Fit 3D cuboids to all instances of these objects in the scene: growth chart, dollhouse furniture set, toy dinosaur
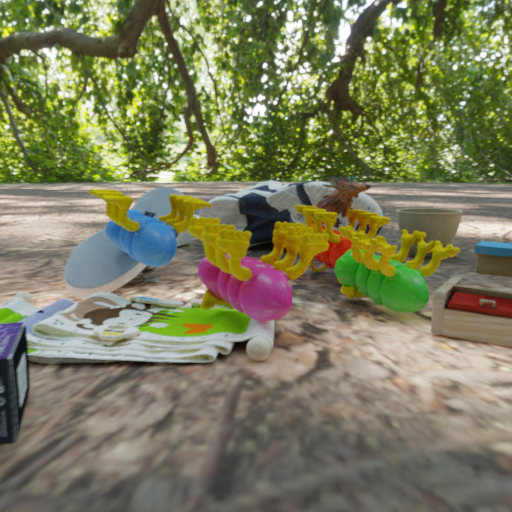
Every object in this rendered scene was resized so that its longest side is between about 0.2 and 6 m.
[{"bbox_3d":[-1.165,0.623,5.286,2.877,0.255,2.082,1,10,-6],"label":"growth chart"},{"bbox_3d":[2.543,0.127,4.668,2.009,1.416,1.408,7,11,30],"label":"dollhouse furniture set"},{"bbox_3d":[1.054,-0.709,8.049,0.543,1.265,0.857,46,17,11],"label":"toy dinosaur"}]

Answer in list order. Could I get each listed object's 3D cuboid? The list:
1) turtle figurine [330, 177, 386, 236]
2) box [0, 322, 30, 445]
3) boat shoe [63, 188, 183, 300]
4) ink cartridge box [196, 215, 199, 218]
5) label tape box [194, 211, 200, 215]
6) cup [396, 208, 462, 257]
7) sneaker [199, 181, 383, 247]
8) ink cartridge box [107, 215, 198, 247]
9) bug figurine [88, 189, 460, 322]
[{"bbox_3d":[1.892,-0.813,11.053,1.056,1.410,0.710,-16,-13,-30],"label":"turtle figurine"},{"bbox_3d":[-1.957,0.787,3.387,1.027,0.536,0.760,-2,10,-17],"label":"box"},{"bbox_3d":[-1.662,-0.038,7.465,0.888,0.822,2.406,13,36,9],"label":"boat shoe"},{"bbox_3d":[-1.699,-0.975,15.151,0.800,0.179,0.705,4,11,20],"label":"ink cartridge box"},{"bbox_3d":[-1.283,-1.179,16.079,0.633,0.278,0.877,6,11,34],"label":"label tape box"},{"bbox_3d":[3.011,-0.407,9.823,1.107,0.792,1.107,-1,10,0],"label":"cup"},{"bbox_3d":[0.781,-0.864,10.837,3.329,1.329,2.166,-7,15,18],"label":"sneaker"},{"bbox_3d":[-1.923,-0.461,10.828,0.995,0.577,1.709,5,12,27],"label":"ink cartridge box"},{"bbox_3d":[0.216,-0.017,6.434,3.958,1.018,3.069,2,13,-30],"label":"bug figurine"}]
